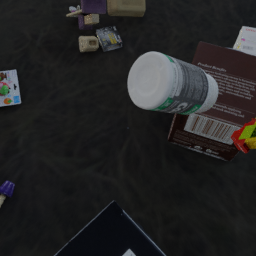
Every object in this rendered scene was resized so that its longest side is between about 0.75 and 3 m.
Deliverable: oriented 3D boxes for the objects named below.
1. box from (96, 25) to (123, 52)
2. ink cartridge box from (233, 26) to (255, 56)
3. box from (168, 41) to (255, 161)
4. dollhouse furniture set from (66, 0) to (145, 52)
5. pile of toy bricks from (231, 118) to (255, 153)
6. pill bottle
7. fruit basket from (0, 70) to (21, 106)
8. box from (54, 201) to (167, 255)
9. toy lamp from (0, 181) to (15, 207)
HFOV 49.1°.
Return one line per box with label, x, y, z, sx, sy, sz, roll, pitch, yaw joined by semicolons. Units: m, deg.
box;-0.703;-3.397;10.609;0.780;0.238;0.985;-16;62;-9
ink cartridge box;4.286;-2.578;9.679;1.114;1.086;1.734;14;62;8
box;2.554;-0.730;8.139;2.043;2.022;2.463;18;63;10
dollhouse furniture set;-0.880;-4.249;11.107;2.923;2.316;2.075;-12;18;-31
pile of toy bricks;2.871;-0.124;5.388;1.332;1.185;2.401;50;61;-15
pill bottle;0.868;-0.725;4.992;1.647;0.932;0.932;3;52;-44
fruit basket;-4.448;-1.303;9.197;1.614;0.756;1.495;-13;62;-10
box;0.086;3.216;5.624;1.573;2.679;2.635;-39;68;-19
toy lamp;-3.524;2.142;7.509;0.433;0.433;1.489;16;62;8
